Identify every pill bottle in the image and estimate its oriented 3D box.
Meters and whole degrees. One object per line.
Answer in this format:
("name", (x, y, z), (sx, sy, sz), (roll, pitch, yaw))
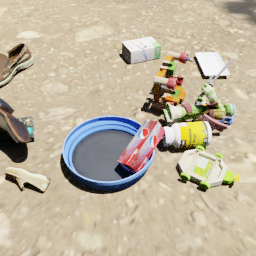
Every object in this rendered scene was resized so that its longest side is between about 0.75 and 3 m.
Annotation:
("pill bottle", (1.750, 0.218, 8.456), (1.356, 0.762, 0.762), (-4, 42, -4))

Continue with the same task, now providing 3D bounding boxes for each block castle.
("block castle", (1.623, -1.639, 10.022), (1.014, 1.445, 2.162), (14, 45, 14))

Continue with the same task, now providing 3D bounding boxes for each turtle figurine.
("turtle figurine", (2.227, -0.956, 9.062), (2.214, 2.284, 1.643), (-13, 18, -5))

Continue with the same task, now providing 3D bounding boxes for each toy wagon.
("toy wagon", (2.227, 1.163, 7.741), (1.622, 0.321, 1.258), (22, 47, 22))

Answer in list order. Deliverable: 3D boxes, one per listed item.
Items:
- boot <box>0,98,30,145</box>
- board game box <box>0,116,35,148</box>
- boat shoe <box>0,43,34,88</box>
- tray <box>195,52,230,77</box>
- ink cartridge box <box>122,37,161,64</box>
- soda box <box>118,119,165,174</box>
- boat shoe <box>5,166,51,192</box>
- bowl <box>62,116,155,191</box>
("boot", (-3.702, 0.049, 8.245), (1.068, 0.823, 2.204), (-47, 54, 2))
("board game box", (-3.850, 0.151, 8.931), (1.622, 0.228, 1.097), (-11, 43, -12))
("boat shoe", (-5.061, -2.596, 11.362), (1.056, 1.058, 2.860), (15, 44, 16))
("tray", (3.613, -2.737, 12.155), (1.069, 0.221, 1.991), (0, 42, -2))
("ink cartridge box", (0.589, -3.550, 12.742), (1.509, 0.633, 1.092), (-15, 44, -16))
("soda box", (0.399, 0.501, 7.798), (0.534, 0.484, 1.526), (13, 61, 46))
("boat shoe", (-2.741, 1.386, 7.431), (1.293, 0.463, 0.492), (10, 57, 12))
("bowl", (-0.546, 0.665, 8.143), (2.629, 0.516, 2.629), (0, 43, 0))
